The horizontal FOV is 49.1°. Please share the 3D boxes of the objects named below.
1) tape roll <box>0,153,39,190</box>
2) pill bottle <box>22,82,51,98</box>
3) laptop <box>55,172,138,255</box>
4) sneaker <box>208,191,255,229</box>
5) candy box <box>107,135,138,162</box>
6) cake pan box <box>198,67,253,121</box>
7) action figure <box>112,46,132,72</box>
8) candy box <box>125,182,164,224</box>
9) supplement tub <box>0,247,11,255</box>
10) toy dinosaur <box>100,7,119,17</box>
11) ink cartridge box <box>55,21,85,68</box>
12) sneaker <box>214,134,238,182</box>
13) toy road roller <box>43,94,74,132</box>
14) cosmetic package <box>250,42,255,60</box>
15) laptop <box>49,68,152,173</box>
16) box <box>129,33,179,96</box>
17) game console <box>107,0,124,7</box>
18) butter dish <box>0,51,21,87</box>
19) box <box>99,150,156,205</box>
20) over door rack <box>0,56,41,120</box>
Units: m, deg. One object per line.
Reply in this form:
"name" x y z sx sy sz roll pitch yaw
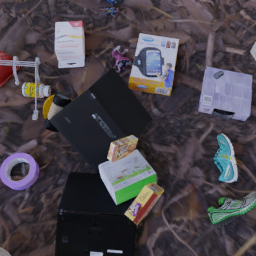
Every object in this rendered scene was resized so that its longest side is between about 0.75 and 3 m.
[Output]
"tape roll" -3.617 1.446 9.375 1.183 0.388 1.183 0 63 0
"pill bottle" -3.466 -1.435 10.678 0.964 0.544 0.544 5 64 1
"laptop" -0.912 2.889 8.817 2.378 1.386 2.684 3 90 2
"sneaker" 3.322 2.412 8.740 1.770 0.691 0.754 -24 66 -11
"candy box" -0.149 0.609 8.412 0.272 0.567 0.983 32 31 31
"cake pan box" 3.714 -1.299 10.640 1.805 0.513 1.960 11 65 7
"action figure" -0.367 -2.883 11.467 0.859 0.773 1.153 -50 56 21
"candy box" 0.456 1.815 6.962 0.407 1.441 0.841 36 92 14
"supplement tub" -4.239 4.570 6.895 2.914 2.104 2.104 -26 67 -13
"toy dinosaur" -0.786 -5.376 12.715 0.691 0.400 0.762 -17 51 -30
"ink cartridge box" -2.390 -3.467 11.591 1.144 0.663 1.965 -5 64 -3
"sneaker" 3.240 0.984 9.483 0.682 0.663 1.712 -6 64 7
"toy road roller" -1.957 -0.496 9.859 2.012 1.468 1.236 18 102 -22
"cosmetic package" 5.772 -2.644 10.968 0.761 1.078 2.082 -15 66 -8
"laptop" -0.798 -0.299 9.671 2.572 1.491 2.408 -37 104 9
"box" 1.084 -2.716 11.244 1.659 0.578 2.787 10 68 4
"game console" -0.881 -6.211 12.921 0.950 0.659 1.113 -37 70 -15
"butter dish" -5.273 -2.554 10.897 1.507 1.117 1.511 31 68 13
"box" -0.026 1.493 8.851 1.429 0.691 1.261 -22 41 -18
"over door rack" -4.210 -1.457 10.423 1.767 0.797 2.392 1 83 -9
